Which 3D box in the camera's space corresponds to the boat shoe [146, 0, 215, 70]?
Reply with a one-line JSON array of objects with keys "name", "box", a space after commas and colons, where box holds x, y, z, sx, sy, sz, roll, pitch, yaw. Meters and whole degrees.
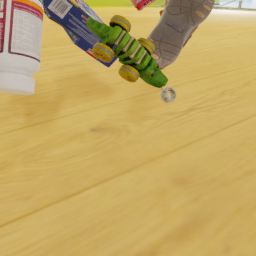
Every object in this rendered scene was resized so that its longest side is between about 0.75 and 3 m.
[{"name": "boat shoe", "box": [1.125, -2.416, 6.720, 1.008, 0.955, 2.661, 38, 74, -1]}]

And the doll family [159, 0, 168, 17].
[{"name": "doll family", "box": [1.243, -3.249, 8.200, 0.466, 1.034, 0.642, -48, 48, -8]}]

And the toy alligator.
[{"name": "toy alligator", "box": [0.152, -0.736, 3.112, 1.434, 0.475, 0.345, 33, -10, -28]}]

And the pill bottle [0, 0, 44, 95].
[{"name": "pill bottle", "box": [-2.479, -1.800, 6.153, 1.106, 2.019, 1.106, 3, -2, 0]}]

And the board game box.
[{"name": "board game box", "box": [-1.715, -3.381, 7.990, 2.806, 0.866, 2.805, 26, 24, -50]}]

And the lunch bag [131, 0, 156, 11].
[{"name": "lunch bag", "box": [0.837, -4.577, 8.938, 1.746, 0.715, 1.538, -36, 10, 12]}]
